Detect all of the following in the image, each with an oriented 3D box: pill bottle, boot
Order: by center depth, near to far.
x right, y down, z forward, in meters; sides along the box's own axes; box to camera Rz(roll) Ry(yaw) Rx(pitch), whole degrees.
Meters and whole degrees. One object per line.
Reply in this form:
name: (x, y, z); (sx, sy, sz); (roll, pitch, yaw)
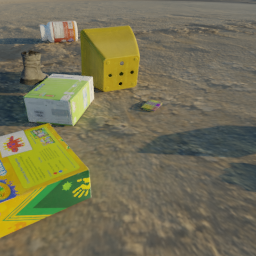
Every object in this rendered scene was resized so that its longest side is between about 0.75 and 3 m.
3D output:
boot: (-3.764, -2.540, 11.726); (0.707, 1.334, 2.026); (12, 16, 5)
pill bottle: (-5.203, -7.240, 21.099); (2.642, 1.482, 1.482); (-8, 32, -14)

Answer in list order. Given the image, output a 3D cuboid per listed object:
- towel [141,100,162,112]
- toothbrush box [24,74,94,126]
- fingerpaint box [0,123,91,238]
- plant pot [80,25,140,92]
towel: (1.005, -0.941, 11.863); (0.666, 0.106, 0.927); (14, 33, 24)
toothbrush box: (-2.664, -1.226, 11.340); (1.874, 1.108, 2.573); (5, 32, 9)
fingerpaint box: (-2.651, 1.154, 7.419); (2.337, 1.028, 2.802); (-19, 35, -30)
plant pot: (-0.719, -3.167, 13.520); (2.563, 2.563, 2.261); (-13, 45, -20)
